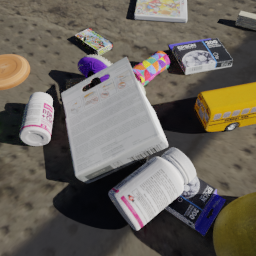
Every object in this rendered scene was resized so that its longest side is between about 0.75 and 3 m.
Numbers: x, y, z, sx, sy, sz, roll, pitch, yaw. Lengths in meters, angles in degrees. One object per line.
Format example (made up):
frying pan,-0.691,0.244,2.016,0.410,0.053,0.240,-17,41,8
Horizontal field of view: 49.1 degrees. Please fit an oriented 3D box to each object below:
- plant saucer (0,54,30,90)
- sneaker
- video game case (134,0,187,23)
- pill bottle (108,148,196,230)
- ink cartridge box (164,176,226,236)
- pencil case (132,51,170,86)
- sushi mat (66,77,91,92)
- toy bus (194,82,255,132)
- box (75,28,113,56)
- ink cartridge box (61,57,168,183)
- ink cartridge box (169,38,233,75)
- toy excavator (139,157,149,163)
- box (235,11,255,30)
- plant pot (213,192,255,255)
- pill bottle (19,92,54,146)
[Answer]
plant saucer,-4.503,-2.095,10.119,1.825,0.295,1.825,0,53,0
sneaker,-0.846,-1.411,9.008,2.648,0.921,1.317,32,60,22
video game case,1.528,-5.562,12.834,2.317,0.265,2.108,5,52,4
pill bottle,0.612,1.398,6.720,1.953,1.107,1.107,-36,60,-15
ink cartridge box,1.703,1.858,7.057,1.204,0.261,1.192,32,58,21
pencil case,0.665,-1.992,9.647,0.809,0.809,1.831,35,54,24
sushi mat,-0.822,-1.425,9.674,2.597,0.157,1.243,-9,54,-6
toy bus,3.550,-0.694,8.478,2.905,1.137,0.946,-11,53,-8
box,-1.367,-3.457,11.200,0.803,0.253,1.459,-38,61,-25
ink cartridge box,-0.526,-0.287,7.859,2.436,0.855,2.997,-26,50,11
ink cartridge box,2.716,-2.897,10.677,1.865,0.409,1.883,-12,52,-8
toy excavator,0.037,0.314,8.096,1.278,0.638,1.242,6,51,16
box,5.269,-4.518,11.876,1.240,0.510,0.424,25,55,16
plant pot,3.137,2.233,5.886,2.304,1.636,2.304,0,52,0
pill bottle,-2.677,-0.296,8.352,0.855,0.855,1.508,-3,52,-3
